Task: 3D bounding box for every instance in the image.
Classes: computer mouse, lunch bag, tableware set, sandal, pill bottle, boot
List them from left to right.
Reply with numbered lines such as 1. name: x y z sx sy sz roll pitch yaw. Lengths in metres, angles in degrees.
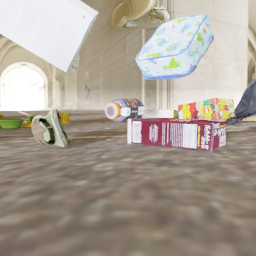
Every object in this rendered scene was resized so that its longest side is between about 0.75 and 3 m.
1. tableware set: -2.872 -0.286 8.354 1.846 0.421 2.740 3 5 33
2. sandal: -1.166 0.056 3.930 0.374 0.521 1.312 -23 9 -30
3. pill bottle: -0.144 -0.673 10.510 0.869 0.869 1.636 3 7 34
4. boot: 0.781 -4.309 10.460 2.000 0.932 2.586 -6 3 -28
5. lunch bag: 1.430 -2.497 8.673 1.904 0.977 2.369 3 47 38
6. computer mouse: 3.481 -0.700 7.562 1.385 0.527 2.001 -28 -26 -9

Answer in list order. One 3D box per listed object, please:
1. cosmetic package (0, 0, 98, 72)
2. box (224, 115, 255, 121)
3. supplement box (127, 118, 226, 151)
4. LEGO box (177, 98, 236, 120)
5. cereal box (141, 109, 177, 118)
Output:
1. cosmetic package: -2.606 -3.341 8.611 2.752 2.075 0.711 30 34 -11
2. box: 3.829 -0.414 11.232 2.183 0.232 1.784 1 5 1
3. supplement box: 0.685 0.057 4.000 1.246 0.379 0.678 4 6 32
4. LEGO box: 2.452 -0.506 8.639 1.204 0.624 1.616 -10 -2 37
5. cereal box: 1.260 -0.738 14.095 2.240 0.443 1.612 1 4 15
